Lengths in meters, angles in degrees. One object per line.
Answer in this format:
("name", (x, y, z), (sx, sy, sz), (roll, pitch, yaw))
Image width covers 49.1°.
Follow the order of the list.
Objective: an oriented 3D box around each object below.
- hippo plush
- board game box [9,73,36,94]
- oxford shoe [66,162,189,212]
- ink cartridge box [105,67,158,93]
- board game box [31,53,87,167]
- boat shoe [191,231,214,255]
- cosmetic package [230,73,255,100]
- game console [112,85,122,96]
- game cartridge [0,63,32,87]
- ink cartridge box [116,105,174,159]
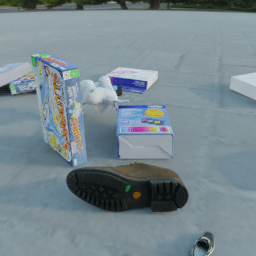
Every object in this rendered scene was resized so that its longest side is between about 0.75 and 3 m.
("hippo plush", (-1.112, -1.005, 9.589), (1.287, 1.275, 1.601), (-8, 53, -46))
("board game box", (-4.037, -2.184, 12.814), (2.459, 0.424, 1.665), (-12, 26, -10))
("oxford shoe", (-0.052, 1.260, 6.405), (2.645, 0.961, 1.116), (8, 20, -3))
("ink cartridge box", (0.098, -2.370, 13.504), (2.177, 0.480, 2.217), (11, 29, 19))
("board game box", (-1.872, -0.509, 7.655), (0.469, 2.721, 1.842), (-21, 34, -34))
("boat shoe", (1.413, 2.204, 5.207), (0.331, 0.264, 0.876), (14, 31, 24))
("cosmetic package", (5.996, -1.722, 12.096), (1.861, 0.638, 2.469), (-11, 30, -23))
("game console", (-0.756, -1.658, 12.425), (0.973, 0.151, 0.860), (-4, 32, -3))
("game cartridge", (-5.866, -2.282, 12.622), (1.881, 0.587, 2.825), (4, 32, 41))
("ink cartridge box", (0.455, -0.027, 8.731), (1.599, 0.895, 2.344), (0, 26, -1))
